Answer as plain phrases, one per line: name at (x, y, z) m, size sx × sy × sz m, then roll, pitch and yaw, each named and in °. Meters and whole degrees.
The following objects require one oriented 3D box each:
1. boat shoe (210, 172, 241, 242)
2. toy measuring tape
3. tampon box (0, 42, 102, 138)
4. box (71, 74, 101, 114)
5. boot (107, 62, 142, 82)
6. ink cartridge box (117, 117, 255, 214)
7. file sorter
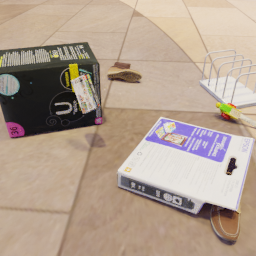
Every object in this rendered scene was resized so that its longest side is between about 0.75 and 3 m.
boat shoe at (2.087, 1.594, 5.949) m, size 0.618 × 0.586 × 1.631 m, roll 6°, pitch 36°, yaw 8°
toy measuring tape at (3.470, -0.405, 8.945) m, size 1.470 × 0.541 × 0.541 m, roll 30°, pitch 43°, yaw 12°
tampon box at (-2.368, -1.221, 8.560) m, size 2.820 × 2.113 × 1.780 m, roll -10°, pitch 37°, yaw -14°
box at (-1.072, -0.869, 7.123) m, size 0.494 × 0.898 × 0.156 m, roll -20°, pitch 0°, yaw 22°
boot at (-0.039, -2.415, 11.584) m, size 1.520 × 0.550 × 1.264 m, roll 7°, pitch 38°, yaw 15°
ink cartridge box at (1.522, 0.833, 6.953) m, size 2.692 × 0.584 × 2.666 m, roll 14°, pitch 37°, yaw 25°
file sorter at (3.809, -1.815, 10.112) m, size 1.460 × 1.310 × 2.104 m, roll -11°, pitch 37°, yaw -14°
